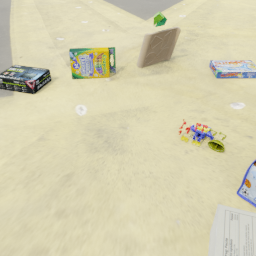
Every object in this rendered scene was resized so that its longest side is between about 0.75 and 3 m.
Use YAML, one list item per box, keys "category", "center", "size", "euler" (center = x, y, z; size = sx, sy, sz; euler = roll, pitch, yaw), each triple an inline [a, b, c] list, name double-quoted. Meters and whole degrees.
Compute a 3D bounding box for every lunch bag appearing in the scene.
- category: "lunch bag"
  center: [3.562, 0.932, 6.554]
  size: [1.498, 1.762, 1.091]
  euler: [-26, 44, -34]

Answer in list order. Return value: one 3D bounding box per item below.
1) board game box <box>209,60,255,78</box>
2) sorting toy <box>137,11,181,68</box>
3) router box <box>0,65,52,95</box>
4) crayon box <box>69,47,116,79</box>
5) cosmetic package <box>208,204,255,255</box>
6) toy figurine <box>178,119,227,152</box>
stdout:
- category: "board game box"
  center: [4.942, -2.738, 13.013]
  size: [2.002, 0.345, 1.355]
  euler: [-1, 35, -1]
- category: "sorting toy"
  center: [1.487, -4.141, 12.982]
  size: [2.026, 2.741, 0.403]
  euler: [-21, 58, -28]
- category: "router box"
  center: [-4.419, -2.096, 11.909]
  size: [1.831, 0.569, 1.372]
  euler: [10, 36, 14]
- category: "crayon box"
  center: [-1.524, -2.879, 12.415]
  size: [2.015, 1.267, 0.520]
  euler: [-4, 35, -6]
- category: "cosmetic package"
  center: [2.873, 2.500, 5.017]
  size: [2.723, 0.995, 1.410]
  euler: [11, 36, 16]
- category: "toy figurine"
  center: [2.424, 0.082, 8.705]
  size: [1.479, 0.780, 0.886]
  euler: [21, 35, 25]
